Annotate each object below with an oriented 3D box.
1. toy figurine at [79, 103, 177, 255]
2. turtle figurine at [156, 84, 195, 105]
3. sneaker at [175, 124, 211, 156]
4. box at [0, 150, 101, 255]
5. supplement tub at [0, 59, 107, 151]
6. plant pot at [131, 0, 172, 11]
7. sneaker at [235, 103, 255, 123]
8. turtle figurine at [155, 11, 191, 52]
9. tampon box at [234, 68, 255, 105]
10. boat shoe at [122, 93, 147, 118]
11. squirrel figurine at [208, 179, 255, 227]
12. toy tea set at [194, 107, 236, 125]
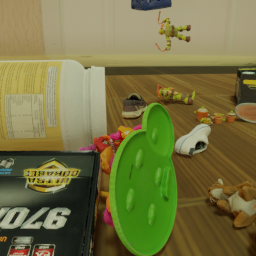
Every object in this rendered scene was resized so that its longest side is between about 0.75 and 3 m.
[{"bbox_3d":[-0.406,0.650,4.004,1.825,1.488,1.983,-8,54,34],"label":"toy figurine"},{"bbox_3d":[1.906,-1.350,11.664,1.678,0.670,2.081,12,11,12],"label":"turtle figurine"},{"bbox_3d":[1.715,0.339,6.831,0.516,0.532,1.457,28,38,32],"label":"sneaker"},{"bbox_3d":[-1.552,1.096,3.119,2.384,0.548,1.895,0,42,1],"label":"box"},{"bbox_3d":[-1.986,-0.405,6.231,2.996,2.178,2.178,-1,18,-4],"label":"supplement tub"},{"bbox_3d":[0.703,-4.222,8.737,1.017,0.914,1.017,-17,31,-21],"label":"plant pot"},{"bbox_3d":[4.399,-0.512,9.240,1.800,0.642,0.719,7,13,6],"label":"sneaker"},{"bbox_3d":[1.652,-3.592,10.291,1.279,1.586,0.511,0,-10,-9],"label":"turtle figurine"},{"bbox_3d":[5.364,-1.695,11.596,1.612,1.358,2.151,5,19,15],"label":"tampon box"},{"bbox_3d":[0.258,-0.925,10.267,0.776,0.700,2.159,5,18,14],"label":"boat shoe"},{"bbox_3d":[1.697,1.111,4.415,0.829,0.587,0.774,6,2,-30],"label":"squirrel figurine"},{"bbox_3d":[2.843,-0.440,9.121,1.300,0.481,0.773,-5,18,-15],"label":"toy tea set"}]
